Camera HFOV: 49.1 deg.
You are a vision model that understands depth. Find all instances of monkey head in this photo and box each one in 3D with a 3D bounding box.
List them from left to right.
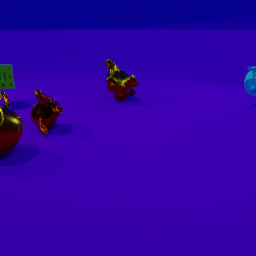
[{"bbox_3d":[-2.164,-0.448,7.002,0.809,0.966,1.343,-41,44,3],"label":"monkey head"},{"bbox_3d":[-0.154,-1.580,9.501,1.196,1.662,1.002,-22,35,28],"label":"monkey head"}]

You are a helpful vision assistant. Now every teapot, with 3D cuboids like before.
[{"bbox_3d":[-2.738,0.054,5.594,1.106,0.871,1.779,1,61,13],"label":"teapot"},{"bbox_3d":[4.067,-1.425,8.837,0.693,1.415,0.880,-41,28,-26],"label":"teapot"}]

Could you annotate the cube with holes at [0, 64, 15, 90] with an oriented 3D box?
[{"bbox_3d":[-4.188,-1.589,8.871,0.759,0.759,0.759,2,11,36],"label":"cube with holes"}]
